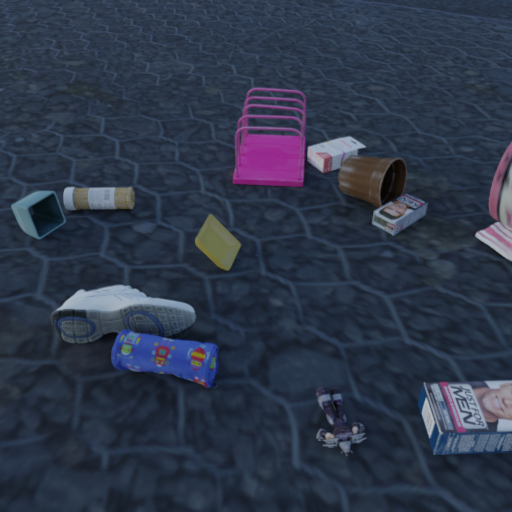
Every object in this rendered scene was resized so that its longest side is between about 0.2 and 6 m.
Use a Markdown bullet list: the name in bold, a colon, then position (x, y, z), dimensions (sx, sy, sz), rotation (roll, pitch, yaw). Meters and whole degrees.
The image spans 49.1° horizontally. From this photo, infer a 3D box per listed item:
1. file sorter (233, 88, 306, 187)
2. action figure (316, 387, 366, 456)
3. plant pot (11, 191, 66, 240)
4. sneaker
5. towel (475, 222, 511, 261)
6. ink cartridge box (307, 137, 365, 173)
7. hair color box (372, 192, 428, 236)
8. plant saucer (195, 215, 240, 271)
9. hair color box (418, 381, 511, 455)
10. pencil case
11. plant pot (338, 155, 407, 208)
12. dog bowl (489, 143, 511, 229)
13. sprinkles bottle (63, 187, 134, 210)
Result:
- **file sorter**: position (0.403, -3.110, 14.395), dimensions (1.742, 1.572, 2.507), rotation (3, 38, 4)
- **action figure**: position (1.205, 2.444, 8.232), dimensions (0.706, 0.376, 1.085), rotation (0, 41, -12)
- **plant pot**: position (-4.864, -0.954, 12.288), dimensions (0.824, 0.806, 0.809), rotation (13, 39, 29)
- **sneaker**: position (-2.266, 0.906, 9.805), dimensions (2.465, 0.918, 1.074), rotation (3, 33, 3)
- **towel**: position (5.757, -0.592, 11.625), dimensions (1.926, 0.288, 1.410), rotation (-26, 29, -5)
- **ink cartridge box**: position (2.122, -2.683, 14.759), dimensions (1.344, 0.453, 0.783), rotation (-19, 41, -21)
- **hair color box**: position (3.242, -0.963, 12.602), dimensions (1.221, 0.370, 0.604), rotation (-30, 47, -32)
- **plant saucer**: position (-0.825, -0.241, 11.450), dimensions (0.230, 0.948, 0.948), rotation (-31, 22, 34)
- **hair color box**: position (3.425, 2.339, 8.182), dimensions (1.846, 0.559, 0.923), rotation (-1, 38, -1)
- **pencil case**: position (-1.414, 1.638, 8.995), dimensions (1.728, 0.751, 0.674), rotation (8, 73, 12)
- **plant pot**: position (2.676, -1.791, 13.094), dimensions (1.234, 1.247, 1.247), rotation (22, 42, 37)
- **dog bowl**: position (5.369, -1.474, 11.113), dimensions (0.776, 2.105, 2.105), rotation (26, 44, 36)
- **sprinkles bottle**: position (-3.616, -1.322, 12.941), dimensions (1.530, 0.522, 0.522), rotation (0, 38, -1)
